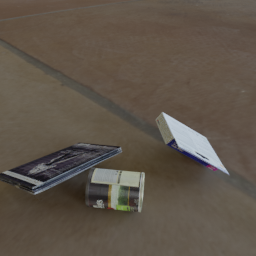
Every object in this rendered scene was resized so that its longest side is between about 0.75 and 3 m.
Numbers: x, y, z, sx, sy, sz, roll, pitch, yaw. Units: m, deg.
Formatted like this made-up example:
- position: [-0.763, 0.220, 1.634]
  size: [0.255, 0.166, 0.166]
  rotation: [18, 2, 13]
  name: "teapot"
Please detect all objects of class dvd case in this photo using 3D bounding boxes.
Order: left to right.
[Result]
- position: [-1.512, 0.807, 6.376]
  size: [1.705, 0.183, 2.293]
  rotation: [2, 17, 45]
  name: "dvd case"

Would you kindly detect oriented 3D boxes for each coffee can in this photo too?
- position: [-0.249, 1.295, 5.903]
  size: [1.132, 0.829, 0.829]
  rotation: [4, 35, 6]
  name: "coffee can"

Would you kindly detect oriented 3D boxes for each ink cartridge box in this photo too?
- position: [1.509, 0.432, 6.813]
  size: [1.586, 0.350, 1.616]
  rotation: [29, 24, -21]
  name: "ink cartridge box"
